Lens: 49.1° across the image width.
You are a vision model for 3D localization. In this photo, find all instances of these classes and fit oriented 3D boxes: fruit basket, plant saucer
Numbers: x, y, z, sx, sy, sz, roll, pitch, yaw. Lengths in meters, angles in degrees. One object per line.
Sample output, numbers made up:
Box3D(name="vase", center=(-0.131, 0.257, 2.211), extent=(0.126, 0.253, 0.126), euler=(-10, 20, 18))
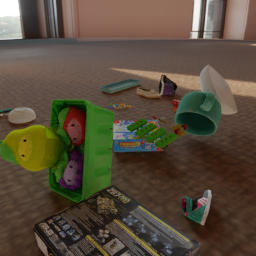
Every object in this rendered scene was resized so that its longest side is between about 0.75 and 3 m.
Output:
Box3D(name="fruit basket", center=(-1.647, 0.468, 6.655), extent=(2.511, 2.511, 1.811), euler=(-21, 19, -41))
Box3D(name="plant saucer", center=(-0.393, -2.515, 16.642), extent=(0.978, 0.266, 2.799), euler=(18, 29, 35))

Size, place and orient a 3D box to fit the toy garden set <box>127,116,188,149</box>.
Box3D(name="toy garden set", center=(0.992, 0.090, 9.156), extent=(1.349, 0.323, 1.618), euler=(-29, 38, -28))

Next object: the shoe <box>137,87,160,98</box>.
Box3D(name="shoe", center=(1.066, -1.889, 14.956), extent=(1.465, 0.391, 0.512), euler=(15, 27, 32))

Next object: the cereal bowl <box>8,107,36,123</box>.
Box3D(name="cereal bowl", center=(-4.498, -0.604, 11.843), extent=(1.099, 0.458, 1.099), euler=(0, 24, 0))

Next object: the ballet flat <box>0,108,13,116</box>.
Box3D(name="ballet flat", center=(-5.422, -0.677, 12.242), extent=(0.787, 0.269, 0.268), euler=(-9, 24, -20))

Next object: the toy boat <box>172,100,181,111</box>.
Box3D(name="toy boat", center=(2.254, -0.949, 12.792), extent=(0.491, 0.491, 0.752), euler=(-46, 41, -18))

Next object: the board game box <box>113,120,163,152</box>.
Box3D(name="board game box", center=(0.308, 0.242, 9.796), extent=(1.641, 0.468, 1.676), euler=(-2, 23, -2))

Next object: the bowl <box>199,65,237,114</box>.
Box3D(name="bowl", center=(3.437, -1.412, 10.955), extent=(1.755, 0.656, 1.757), euler=(29, 45, -36))

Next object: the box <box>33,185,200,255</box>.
Box3D(name="box", center=(-0.281, 2.114, 5.087), extent=(1.977, 0.602, 2.453), euler=(-23, 30, -35))

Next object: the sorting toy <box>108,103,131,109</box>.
Box3D(name="sorting toy", center=(-0.396, -1.102, 13.404), extent=(1.110, 0.151, 0.625), euler=(-2, 23, -5))

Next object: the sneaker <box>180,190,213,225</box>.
Box3D(name="sneaker", center=(1.539, 1.711, 6.412), extent=(0.645, 0.447, 1.068), euler=(18, 28, 16))

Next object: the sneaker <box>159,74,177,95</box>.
Box3D(name="sneaker", center=(2.263, -2.355, 15.775), extent=(0.951, 0.822, 2.171), euler=(9, 31, 1))

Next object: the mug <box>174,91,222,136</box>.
Box3D(name="mug", center=(2.568, -0.594, 9.627), extent=(1.787, 1.468, 1.105), euler=(-14, 44, 52))
